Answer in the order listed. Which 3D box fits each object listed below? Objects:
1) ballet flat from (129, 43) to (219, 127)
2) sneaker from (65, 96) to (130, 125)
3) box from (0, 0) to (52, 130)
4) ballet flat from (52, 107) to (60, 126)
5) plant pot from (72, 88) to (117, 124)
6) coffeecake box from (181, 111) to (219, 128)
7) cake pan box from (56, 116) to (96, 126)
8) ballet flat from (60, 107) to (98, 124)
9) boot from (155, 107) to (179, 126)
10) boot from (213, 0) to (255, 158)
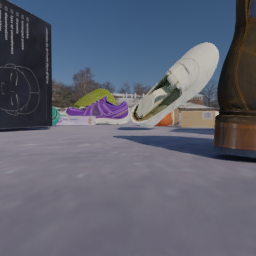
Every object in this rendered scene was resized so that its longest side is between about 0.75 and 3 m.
[{"bbox_3d":[0.810,-0.734,5.341,2.150,0.746,0.746,-45,-24,29],"label":"ballet flat"},{"bbox_3d":[-1.374,-0.832,12.734,2.944,1.228,1.187,0,14,3],"label":"sneaker"},{"bbox_3d":[-2.723,-1.149,5.446,1.489,2.402,2.362,1,2,20],"label":"box"},{"bbox_3d":[-3.343,-0.319,9.429,2.211,0.745,0.778,0,-23,3],"label":"ballet flat"},{"bbox_3d":[-2.076,-1.026,15.701,2.033,2.033,2.172,1,17,36],"label":"plant pot"},{"bbox_3d":[2.282,-0.256,8.338,1.000,0.476,1.302,1,2,32],"label":"coffeecake box"},{"bbox_3d":[-2.092,-0.296,11.277,1.596,0.417,1.469,0,-1,-9],"label":"cake pan box"},{"bbox_3d":[-2.558,-0.609,13.748,2.471,0.870,0.832,-2,8,-30],"label":"ballet flat"},{"bbox_3d":[1.081,-0.464,10.508,1.232,0.862,2.297,-5,3,-2],"label":"boot"},{"bbox_3d":[1.472,-0.312,1.551,1.967,0.953,0.735,0,2,-5],"label":"boot"}]
